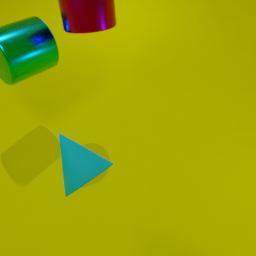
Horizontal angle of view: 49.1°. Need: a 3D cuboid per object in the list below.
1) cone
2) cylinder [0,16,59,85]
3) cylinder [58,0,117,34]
[{"bbox_3d":[-0.949,0.506,4.972,1.004,1.004,1.008,-33,87,-21],"label":"cone"},{"bbox_3d":[-2.654,-1.929,6.985,1.336,1.336,1.336,39,55,23],"label":"cylinder"},{"bbox_3d":[-0.918,-2.836,6.173,1.231,1.231,1.231,-4,30,2],"label":"cylinder"}]
